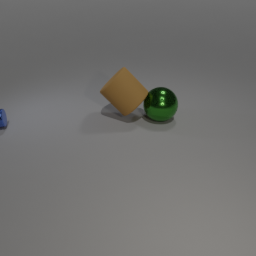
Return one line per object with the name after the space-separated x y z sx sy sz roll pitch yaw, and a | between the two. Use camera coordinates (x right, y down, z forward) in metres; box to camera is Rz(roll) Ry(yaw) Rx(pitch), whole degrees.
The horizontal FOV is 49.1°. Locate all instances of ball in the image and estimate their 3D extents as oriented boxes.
1.314 -0.951 11.292 1.400 1.400 1.400 0 29 0 | ball

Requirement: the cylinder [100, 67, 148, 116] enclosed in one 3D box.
-0.155 -1.445 11.136 1.400 1.400 1.400 44 29 -13 | cylinder

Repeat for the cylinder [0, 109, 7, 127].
-5.120 -0.359 10.782 0.700 0.700 0.700 -7 30 -9 | cylinder
